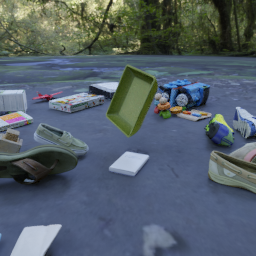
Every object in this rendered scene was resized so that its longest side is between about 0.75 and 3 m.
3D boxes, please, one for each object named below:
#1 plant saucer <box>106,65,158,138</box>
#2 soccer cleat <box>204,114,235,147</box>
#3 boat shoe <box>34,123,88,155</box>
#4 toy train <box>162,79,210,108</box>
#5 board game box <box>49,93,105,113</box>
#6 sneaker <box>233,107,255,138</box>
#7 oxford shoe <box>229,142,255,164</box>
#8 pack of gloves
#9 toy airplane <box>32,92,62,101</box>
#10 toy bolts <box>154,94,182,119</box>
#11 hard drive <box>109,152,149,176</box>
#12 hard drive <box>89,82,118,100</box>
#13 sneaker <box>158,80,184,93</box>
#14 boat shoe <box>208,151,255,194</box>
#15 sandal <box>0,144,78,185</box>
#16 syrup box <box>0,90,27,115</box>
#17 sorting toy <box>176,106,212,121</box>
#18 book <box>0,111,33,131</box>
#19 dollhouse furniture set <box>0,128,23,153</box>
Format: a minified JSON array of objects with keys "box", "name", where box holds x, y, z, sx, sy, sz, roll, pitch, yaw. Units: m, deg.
[{"box":[0.162,-0.852,8.735,0.457,1.905,1.908,16,14,-33],"name":"plant saucer"},{"box":[3.404,0.113,10.273,1.012,0.782,2.420,34,21,6],"name":"soccer cleat"},{"box":[-1.964,0.360,8.462,1.683,0.522,0.606,18,28,-18],"name":"boat shoe"},{"box":[3.000,-1.758,14.630,1.710,1.297,2.993,21,26,34],"name":"toy train"},{"box":[-2.636,-1.361,14.701,1.582,0.434,2.506,12,22,34],"name":"board game box"},{"box":[4.827,-0.134,10.809,1.091,0.763,1.890,4,26,0],"name":"sneaker"},{"box":[3.976,0.629,8.251,2.436,0.862,0.899,-10,17,-30],"name":"oxford shoe"},{"box":[-2.158,2.320,4.253,1.778,0.418,2.117,-8,14,9],"name":"pack of gloves"},{"box":[-4.799,-1.801,16.142,1.927,0.354,1.927,-3,21,1],"name":"toy airplane"},{"box":[1.775,-1.146,13.108,1.253,0.910,1.312,-19,23,-20],"name":"toy bolts"},{"box":[0.058,1.022,8.142,0.774,0.149,1.173,8,20,22],"name":"hard drive"},{"box":[-0.922,-2.368,17.531,2.050,0.555,2.934,-12,23,-30],"name":"hard drive"},{"box":[3.072,-2.431,16.970,2.437,1.010,0.864,3,17,9],"name":"sneaker"},{"box":[3.186,1.122,6.939,2.317,0.729,0.845,11,22,29],"name":"boat shoe"},{"box":[-2.560,1.065,7.000,2.635,1.046,0.752,-7,45,-15],"name":"sandal"},{"box":[-6.228,-1.221,13.375,2.513,1.023,0.990,-4,19,-13],"name":"syrup box"},{"box":[2.869,-0.709,13.089,1.250,0.249,1.692,-16,25,-39],"name":"sorting toy"},{"box":[-4.908,-0.266,11.670,1.026,0.369,1.536,19,27,39],"name":"book"},{"box":[-4.614,0.415,8.889,2.388,1.501,2.700,20,11,-21],"name":"dollhouse furniture set"}]
